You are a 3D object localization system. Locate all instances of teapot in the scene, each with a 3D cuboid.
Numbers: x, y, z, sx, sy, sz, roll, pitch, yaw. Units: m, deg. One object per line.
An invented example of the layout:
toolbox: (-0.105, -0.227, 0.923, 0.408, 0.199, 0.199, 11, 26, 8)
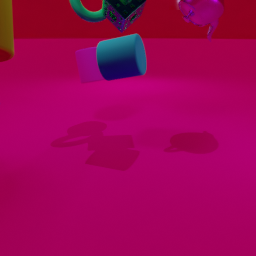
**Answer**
teapot: (1.988, -3.331, 7.773, 2.093, 1.025, 1.301, 39, 6, -32)

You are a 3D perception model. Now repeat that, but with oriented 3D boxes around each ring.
ring: (-0.985, -3.772, 7.971, 1.446, 1.446, 0.289, -11, 26, -28)

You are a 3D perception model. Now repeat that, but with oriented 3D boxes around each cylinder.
cylinder: (-0.134, -1.664, 6.671, 0.950, 0.950, 0.950, -6, 17, 19)
cylinder: (-2.712, -1.903, 5.037, 1.188, 1.188, 1.188, -3, -2, 0)
cylinder: (-1.032, -1.885, 8.457, 0.960, 0.960, 0.960, -9, 10, 2)

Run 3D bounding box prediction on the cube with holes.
cube with holes: (-0.130, -3.325, 7.687, 0.816, 0.816, 0.816, -45, 1, -10)
